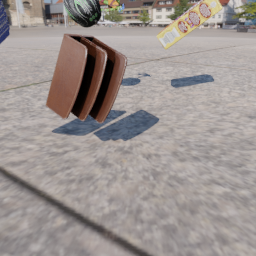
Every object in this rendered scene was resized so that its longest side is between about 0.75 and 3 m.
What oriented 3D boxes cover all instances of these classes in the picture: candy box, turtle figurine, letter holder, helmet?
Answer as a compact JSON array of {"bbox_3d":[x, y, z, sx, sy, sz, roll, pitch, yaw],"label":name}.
[{"bbox_3d":[2.171,-3.838,10.124,2.302,0.650,1.343,-34,14,23],"label":"candy box"},{"bbox_3d":[-0.731,-4.631,10.155,1.090,0.809,1.124,45,55,13],"label":"turtle figurine"},{"bbox_3d":[-0.832,-0.892,5.625,1.128,1.587,0.798,36,30,22],"label":"letter holder"},{"bbox_3d":[-1.481,-3.955,8.986,1.208,1.208,1.152,13,-18,29],"label":"helmet"}]

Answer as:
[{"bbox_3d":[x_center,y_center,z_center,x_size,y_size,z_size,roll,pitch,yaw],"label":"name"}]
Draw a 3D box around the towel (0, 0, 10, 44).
[{"bbox_3d":[-2.579,-1.540,4.370,0.271,1.642,2.268,35,-16,-7],"label":"towel"}]
